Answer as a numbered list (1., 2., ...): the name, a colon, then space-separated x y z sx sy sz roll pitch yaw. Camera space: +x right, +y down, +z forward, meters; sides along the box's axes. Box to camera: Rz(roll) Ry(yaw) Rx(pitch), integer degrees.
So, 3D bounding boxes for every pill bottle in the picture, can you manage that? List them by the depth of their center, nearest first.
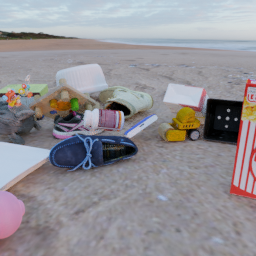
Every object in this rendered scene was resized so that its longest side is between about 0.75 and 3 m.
1. pill bottle: -0.840 -0.280 9.687 1.296 0.732 0.732 5 18 -18

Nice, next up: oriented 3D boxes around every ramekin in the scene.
1. ramekin: -2.479 -2.446 14.717 2.709 1.422 2.709 -12 9 2

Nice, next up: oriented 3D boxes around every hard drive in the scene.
1. hard drive: 0.380 -0.048 9.280 1.072 0.206 1.626 -35 1 -3

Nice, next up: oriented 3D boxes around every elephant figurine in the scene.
1. elephant figurine: -3.938 -0.156 9.372 1.795 1.637 2.314 -22 20 -15

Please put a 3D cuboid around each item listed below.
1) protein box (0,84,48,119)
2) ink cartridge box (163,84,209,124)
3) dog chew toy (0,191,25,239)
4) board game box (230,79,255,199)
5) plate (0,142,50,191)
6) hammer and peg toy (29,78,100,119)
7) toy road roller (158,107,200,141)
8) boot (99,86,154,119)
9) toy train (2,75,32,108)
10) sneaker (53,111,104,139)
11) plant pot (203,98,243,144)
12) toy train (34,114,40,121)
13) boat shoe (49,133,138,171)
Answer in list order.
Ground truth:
1. protein box: -4.625 -1.198 12.554 1.803 1.216 1.790 -2 20 -4
2. ink cartridge box: 2.513 -0.832 11.218 1.414 0.819 2.427 13 -12 30
3. dog chew toy: -2.827 1.684 4.694 2.177 1.356 1.356 -9 21 -44
4. board game box: 3.466 0.373 6.105 2.036 2.688 0.622 8 22 22
5. plate: -3.946 1.142 7.217 2.982 0.483 2.988 6 21 19
6. hammer and peg toy: -2.235 -0.719 10.705 1.880 0.901 2.556 -26 -29 22
7. toy road roller: 1.842 -0.158 9.939 1.450 1.059 0.891 -5 20 -12
8. boot: -0.559 -1.151 12.770 2.861 1.031 2.213 13 24 28
9. toy train: -3.477 -1.099 9.044 0.368 0.994 1.324 32 47 -1
10. sneaker: -1.741 -0.208 10.327 2.081 0.898 0.836 -12 25 -31
11. plant pot: 3.540 -0.305 10.012 1.453 1.457 1.292 7 10 20
12. toy train: -4.913 -0.372 11.448 2.610 0.445 0.598 1 23 5
13. boat shoe: -0.894 0.586 7.868 2.534 1.066 0.870 -13 13 -26
